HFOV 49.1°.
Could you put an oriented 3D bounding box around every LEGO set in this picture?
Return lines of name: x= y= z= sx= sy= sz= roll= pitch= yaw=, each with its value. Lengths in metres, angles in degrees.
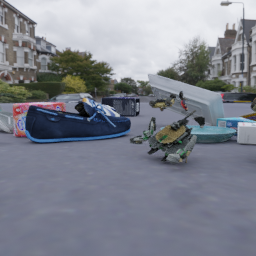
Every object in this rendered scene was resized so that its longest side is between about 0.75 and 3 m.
LEGO set: x=0.777 y=0.059 z=4.883 sx=1.251 sy=0.546 sz=1.927 roll=-5 pitch=35 yaw=31

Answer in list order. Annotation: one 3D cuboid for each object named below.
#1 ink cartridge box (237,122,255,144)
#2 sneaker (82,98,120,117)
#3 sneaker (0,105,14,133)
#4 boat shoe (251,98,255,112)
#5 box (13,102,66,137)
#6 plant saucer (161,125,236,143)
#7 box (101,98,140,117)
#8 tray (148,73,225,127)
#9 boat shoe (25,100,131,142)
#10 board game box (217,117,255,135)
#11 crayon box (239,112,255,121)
ink cartridge box: x=3.039 y=0.131 z=6.382 sx=1.012 sy=0.443 sz=0.735 roll=1 pitch=7 yaw=20
sneaker: x=-1.009 y=-0.379 z=9.463 sx=1.170 sy=0.999 sz=2.655 roll=7 pitch=12 yaw=-17
sneaker: x=-4.000 y=-0.201 z=8.690 sx=1.916 sy=0.768 sz=0.674 roll=29 pitch=15 yaw=35
boat shoe: x=6.115 y=-0.664 z=11.472 sx=2.972 sy=1.124 sz=1.097 roll=5 pitch=28 yaw=-43
box: x=-2.493 y=-0.290 z=8.140 sx=0.954 sy=0.880 sz=1.859 roll=0 pitch=6 yaw=3
plant saucer: x=1.760 y=0.144 z=7.139 sx=1.854 sy=0.254 sz=1.854 roll=1 pitch=6 yaw=0
box: x=-0.399 y=-1.192 z=15.607 sx=1.941 sy=1.013 sz=1.436 roll=2 pitch=7 yaw=10
tray: x=1.842 y=-0.859 z=9.398 sx=2.935 sy=1.576 sz=0.326 roll=27 pitch=66 yaw=41
boat shoe: x=-1.075 y=-0.212 z=7.017 sx=2.809 sy=0.964 sz=1.182 roll=-5 pitch=8 yaw=-40
board game box: x=3.730 y=-0.052 z=8.001 sx=1.851 sy=0.434 sz=1.397 roll=-3 pitch=7 yaw=-24
crayon box: x=3.456 y=-0.285 z=4.468 sx=2.689 sy=0.694 sz=1.691 roll=14 pitch=-11 yaw=-17
